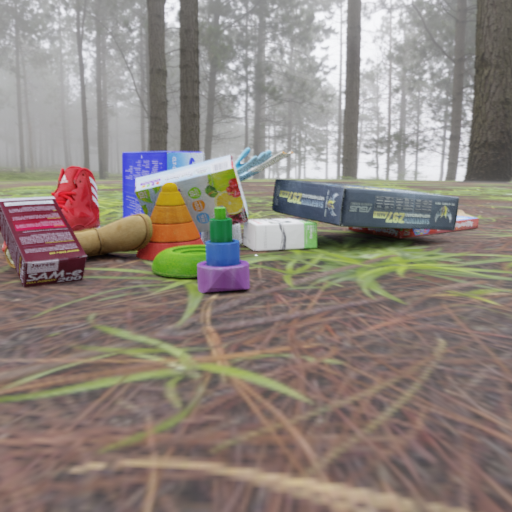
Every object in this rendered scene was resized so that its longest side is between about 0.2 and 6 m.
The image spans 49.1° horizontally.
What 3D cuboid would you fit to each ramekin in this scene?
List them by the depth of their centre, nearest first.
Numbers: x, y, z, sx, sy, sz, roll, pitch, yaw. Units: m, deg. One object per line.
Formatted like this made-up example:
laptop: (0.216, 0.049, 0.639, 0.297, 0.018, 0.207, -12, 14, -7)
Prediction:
ramekin: (-0.791, -0.514, 12.667, 0.958, 0.467, 0.958, 0, 11, 0)

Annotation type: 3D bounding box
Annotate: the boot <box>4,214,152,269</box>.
boot: (-3.153, -0.231, 10.173, 1.789, 0.676, 2.043, -20, -5, 36)

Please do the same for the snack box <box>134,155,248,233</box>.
snack box: (-1.304, -1.157, 11.672, 2.048, 1.456, 0.543, -12, 43, 4)

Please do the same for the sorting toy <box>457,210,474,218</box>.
sorting toy: (5.564, -1.213, 17.183, 1.951, 0.287, 1.442, 4, 15, 4)

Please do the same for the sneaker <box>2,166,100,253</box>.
sneaker: (-4.302, -1.013, 11.827, 1.178, 1.737, 3.007, 2, 10, 9)

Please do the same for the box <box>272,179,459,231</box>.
box: (2.468, -1.176, 12.882, 3.381, 0.862, 2.666, 0, 10, -31)

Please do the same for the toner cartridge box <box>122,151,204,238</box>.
toner cartridge box: (-2.565, -1.687, 14.720, 0.949, 2.088, 4.395, -5, 12, -26)

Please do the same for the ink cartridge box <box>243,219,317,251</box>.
ink cartridge box: (0.500, -0.472, 12.093, 1.376, 0.578, 1.001, -3, 10, -16)

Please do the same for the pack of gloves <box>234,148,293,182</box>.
pack of gloves: (-0.453, -1.938, 12.599, 2.240, 0.442, 1.882, -26, 2, 24)

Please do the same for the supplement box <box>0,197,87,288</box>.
supplement box: (-3.479, -0.272, 9.012, 0.941, 0.527, 1.730, -7, 41, -35)

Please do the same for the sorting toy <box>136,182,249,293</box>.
sorting toy: (-1.149, -0.493, 9.707, 1.473, 1.464, 4.249, -5, 11, -21)

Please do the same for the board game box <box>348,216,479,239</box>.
board game box: (4.246, -0.848, 14.975, 3.326, 0.323, 1.712, -7, 12, -36)
